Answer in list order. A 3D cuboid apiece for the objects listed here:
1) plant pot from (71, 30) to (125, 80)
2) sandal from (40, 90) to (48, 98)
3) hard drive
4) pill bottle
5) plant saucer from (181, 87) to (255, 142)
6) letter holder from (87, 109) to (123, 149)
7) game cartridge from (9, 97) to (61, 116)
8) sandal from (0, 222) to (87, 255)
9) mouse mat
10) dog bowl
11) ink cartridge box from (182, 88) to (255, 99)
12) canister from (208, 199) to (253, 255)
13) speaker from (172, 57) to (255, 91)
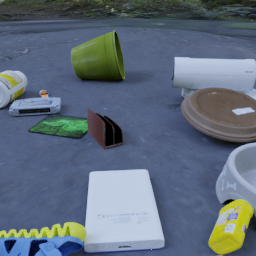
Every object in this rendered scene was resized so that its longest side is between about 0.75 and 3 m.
[{"bbox_3d":[-1.481,-3.331,13.658,2.251,2.338,2.338,-9,25,8],"label":"plant pot"},{"bbox_3d":[-3.481,-1.439,11.675,0.324,0.242,0.845,-12,28,-23],"label":"sandal"},{"bbox_3d":[-0.131,1.529,5.564,1.340,0.258,2.031,-2,26,-4],"label":"hard drive"},{"bbox_3d":[-4.778,-1.612,11.033,1.141,1.141,2.050,3,24,5],"label":"pill bottle"},{"bbox_3d":[2.989,-0.543,8.534,2.715,0.400,2.715,4,36,-3],"label":"plant saucer"},{"bbox_3d":[-0.693,-0.073,8.170,0.609,0.860,1.210,-14,29,-27],"label":"letter holder"},{"bbox_3d":[-3.345,-0.810,10.286,1.724,0.358,1.148,-4,20,-8],"label":"game cartridge"},{"bbox_3d":[-1.512,1.973,4.223,1.802,0.716,0.785,-9,45,-6],"label":"sandal"},{"bbox_3d":[-2.092,-0.094,9.139,1.840,0.069,1.481,8,27,14],"label":"mouse mat"},{"bbox_3d":[3.223,1.167,5.735,2.665,0.782,2.665,-1,26,0],"label":"dog bowl"},{"bbox_3d":[3.746,-1.106,10.599,2.690,0.547,2.695,-4,25,-9],"label":"ink cartridge box"},{"bbox_3d":[1.768,1.698,4.819,0.370,0.635,0.855,44,42,6],"label":"canister"},{"bbox_3d":[3.109,-2.005,10.444,2.919,1.185,1.185,3,26,7],"label":"speaker"}]
